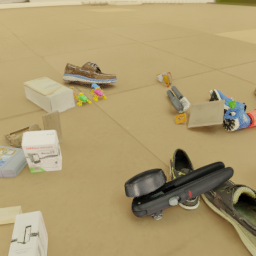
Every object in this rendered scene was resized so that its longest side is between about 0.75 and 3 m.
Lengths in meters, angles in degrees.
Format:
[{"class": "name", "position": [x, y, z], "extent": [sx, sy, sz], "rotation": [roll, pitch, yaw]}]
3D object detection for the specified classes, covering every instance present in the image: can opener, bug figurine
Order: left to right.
[{"class": "bug figurine", "position": [-1.803, -1.544, 12.327], "extent": [1.856, 0.477, 1.439], "rotation": [-20, 36, -30]}, {"class": "can opener", "position": [2.028, -1.257, 11.598], "extent": [0.550, 0.694, 2.088], "rotation": [-39, 24, 14]}, {"class": "can opener", "position": [1.277, 1.402, 6.621], "extent": [2.669, 1.049, 0.846], "rotation": [-14, 27, -7]}]

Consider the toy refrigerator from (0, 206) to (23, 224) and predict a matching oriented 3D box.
[{"class": "toy refrigerator", "position": [-2.882, 2.046, 6.487], "extent": [0.770, 0.269, 0.292], "rotation": [-5, 24, -10]}]

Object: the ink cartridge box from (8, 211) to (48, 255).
[{"class": "ink cartridge box", "position": [-1.882, 2.352, 5.352], "extent": [0.507, 0.879, 1.204], "rotation": [-7, 30, -8]}]

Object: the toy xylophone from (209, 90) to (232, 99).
[{"class": "toy xylophone", "position": [3.891, -1.277, 11.864], "extent": [1.005, 0.253, 0.736], "rotation": [21, 29, 12]}]

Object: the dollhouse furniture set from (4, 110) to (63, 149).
[{"class": "dollhouse furniture set", "position": [-3.162, -0.063, 9.125], "extent": [1.384, 1.186, 1.456], "rotation": [-25, 39, -36]}]

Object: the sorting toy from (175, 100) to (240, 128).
[{"class": "sorting toy", "position": [2.860, -0.464, 10.171], "extent": [2.342, 0.319, 1.319], "rotation": [-6, 42, 31]}]

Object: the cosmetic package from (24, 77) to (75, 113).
[{"class": "cosmetic package", "position": [-3.331, -1.406, 11.787], "extent": [1.132, 0.799, 2.186], "rotation": [-27, 39, -37]}]

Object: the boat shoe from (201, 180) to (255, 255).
[{"class": "boat shoe", "position": [2.579, 1.717, 6.390], "extent": [0.988, 0.909, 2.766], "rotation": [-10, 32, -16]}]

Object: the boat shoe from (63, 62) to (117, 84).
[{"class": "boat shoe", "position": [-1.840, -2.670, 13.471], "extent": [2.736, 0.990, 0.988], "rotation": [6, 8, 10]}]

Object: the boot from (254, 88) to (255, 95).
[{"class": "boot", "position": [6.030, -1.545, 12.121], "extent": [0.690, 0.707, 1.874], "rotation": [1, 29, 5]}]

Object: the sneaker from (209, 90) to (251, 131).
[{"class": "sneaker", "position": [3.839, -0.682, 10.644], "extent": [1.032, 0.909, 2.315], "rotation": [0, 38, -14]}]

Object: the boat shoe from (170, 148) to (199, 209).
[{"class": "boat shoe", "position": [1.465, 1.285, 7.447], "extent": [0.685, 0.578, 1.921], "rotation": [-1, 31, -2]}]

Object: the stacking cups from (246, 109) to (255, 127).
[{"class": "stacking cups", "position": [5.502, -0.559, 10.558], "extent": [2.659, 0.804, 0.804], "rotation": [-17, 34, -18]}]

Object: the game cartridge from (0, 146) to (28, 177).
[{"class": "game cartridge", "position": [-3.849, 0.961, 8.281], "extent": [1.684, 0.350, 1.121], "rotation": [7, 27, 11]}]

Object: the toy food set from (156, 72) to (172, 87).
[{"class": "toy food set", "position": [1.859, -2.418, 13.947], "extent": [0.587, 0.554, 1.230], "rotation": [-23, 17, -11]}]

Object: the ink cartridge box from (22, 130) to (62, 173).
[{"class": "ink cartridge box", "position": [-2.363, 0.666, 7.797], "extent": [0.879, 1.208, 0.507], "rotation": [-5, 46, -7]}]
